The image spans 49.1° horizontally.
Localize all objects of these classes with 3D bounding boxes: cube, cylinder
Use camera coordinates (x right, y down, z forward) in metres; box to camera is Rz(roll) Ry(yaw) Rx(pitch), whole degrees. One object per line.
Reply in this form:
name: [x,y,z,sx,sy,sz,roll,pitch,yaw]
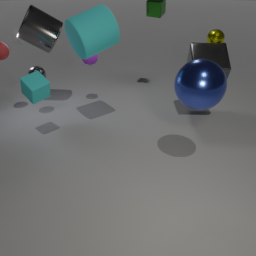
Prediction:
cube: [3.161,-2.418,11.245,1.400,1.400,1.400,0,60,3]
cylinder: [-3.594,-4.021,11.453,1.400,1.400,1.400,24,19,-25]
cube: [1.284,-5.526,12.783,0.700,0.700,0.700,16,47,20]
cube: [-3.132,-1.372,9.492,0.700,0.700,0.700,43,55,18]
cylinder: [-1.228,-3.284,9.612,1.400,1.400,1.400,-32,38,-18]

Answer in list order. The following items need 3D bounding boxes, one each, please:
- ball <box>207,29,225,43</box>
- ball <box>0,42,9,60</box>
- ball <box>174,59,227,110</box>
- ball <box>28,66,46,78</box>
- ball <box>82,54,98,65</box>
ball: [3.539,-3.620,11.303,0.700,0.700,0.700,0,28,0]
ball: [-4.971,-2.986,10.850,0.700,0.700,0.700,0,28,0]
ball: [1.978,-1.183,7.689,1.400,1.400,1.400,0,28,0]
ball: [-3.636,-2.121,11.199,0.700,0.700,0.700,0,28,0]
ball: [-1.691,-3.126,12.377,0.700,0.700,0.700,0,28,0]
